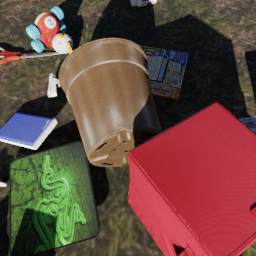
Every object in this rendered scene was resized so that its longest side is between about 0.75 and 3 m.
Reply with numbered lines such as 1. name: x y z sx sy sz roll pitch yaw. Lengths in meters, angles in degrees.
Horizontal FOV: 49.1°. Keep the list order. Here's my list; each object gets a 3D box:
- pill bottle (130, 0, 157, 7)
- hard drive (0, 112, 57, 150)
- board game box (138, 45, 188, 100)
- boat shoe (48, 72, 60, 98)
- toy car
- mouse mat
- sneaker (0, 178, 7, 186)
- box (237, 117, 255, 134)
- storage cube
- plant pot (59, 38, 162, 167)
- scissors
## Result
1. pill bottle: 0.701 -5.934 12.837 1.130 0.634 0.634 -17 54 -12
2. hard drive: -3.014 0.046 8.253 1.620 0.206 1.069 9 51 29
3. board game box: 0.718 -2.071 9.912 2.518 0.583 1.907 12 54 9
4. boat shoe: -2.466 -1.492 9.604 0.446 0.386 1.046 -2 55 -2
5. toy car: -2.628 -3.399 10.538 1.617 1.430 1.490 37 69 11
6. mouse mat: -1.957 1.684 7.111 2.192 0.103 2.724 -16 58 -2
7. sneaker: -3.561 1.283 7.534 0.850 0.301 0.422 14 59 15
8. box: 3.147 0.150 8.128 1.105 0.730 0.634 -5 54 -4
9. storage cube: 1.650 1.467 6.054 2.847 2.434 2.560 -27 57 -19
10. plant pot: -0.381 -0.510 7.648 2.658 2.658 2.631 -11 62 -9
11. scissors: -4.089 -2.674 10.646 2.890 0.201 1.057 6 46 1
